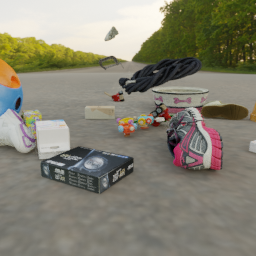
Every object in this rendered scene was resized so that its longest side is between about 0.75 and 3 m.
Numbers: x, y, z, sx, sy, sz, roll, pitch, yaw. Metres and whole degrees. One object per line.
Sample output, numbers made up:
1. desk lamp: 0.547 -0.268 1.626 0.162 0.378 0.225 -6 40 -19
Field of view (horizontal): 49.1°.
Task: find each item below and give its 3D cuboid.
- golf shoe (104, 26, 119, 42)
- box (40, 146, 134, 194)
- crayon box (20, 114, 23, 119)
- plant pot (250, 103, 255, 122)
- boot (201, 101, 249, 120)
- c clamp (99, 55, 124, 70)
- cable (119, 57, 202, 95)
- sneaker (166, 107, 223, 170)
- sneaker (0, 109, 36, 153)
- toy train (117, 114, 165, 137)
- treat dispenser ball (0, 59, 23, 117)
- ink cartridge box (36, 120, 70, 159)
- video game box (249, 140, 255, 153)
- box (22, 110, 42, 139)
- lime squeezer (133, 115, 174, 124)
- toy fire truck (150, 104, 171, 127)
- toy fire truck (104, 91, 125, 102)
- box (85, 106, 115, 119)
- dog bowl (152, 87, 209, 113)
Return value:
1. golf shoe: -0.729 -3.928 11.722 0.520 0.419 1.069 -26 21 28
2. box: -0.885 0.858 6.193 1.629 0.355 1.305 9 16 31
3. crayon box: -3.608 -0.267 10.213 0.238 0.595 0.937 0 15 3
4. plant pot: 5.542 -0.732 11.461 0.956 0.875 0.956 0 14 0
5. boot: 4.207 -0.822 12.296 1.890 0.681 1.461 3 13 15
6. c clamp: -0.681 -2.492 10.962 0.862 0.737 0.117 -11 50 15
7. cable: 1.173 -1.858 9.225 2.916 0.741 2.379 -20 12 -12
8. sneaker: 1.477 0.170 7.303 1.084 1.171 2.904 -3 15 -2
9. sneaker: -3.395 0.269 8.108 1.105 0.830 2.218 -39 38 -12
10. toy train: 0.334 -0.054 9.680 1.769 0.492 1.329 -11 19 -28
11. treat dispenser ball: -4.953 -1.119 9.319 2.748 2.748 2.748 0 14 0
12. ink cartridge box: -2.022 0.294 7.541 0.804 0.784 1.251 -5 14 -20
13. video game box: 4.229 0.554 7.501 1.259 0.323 1.382 -13 18 -33
14. box: -3.097 -0.115 9.091 0.505 0.828 0.798 -7 16 -25
15. lime squeezer: 1.122 -0.404 10.692 2.146 0.405 0.758 -7 -10 28
16. toy fire truck: 1.315 -0.330 10.515 0.846 0.961 0.618 -38 2 36
17. toy fire truck: -0.826 -1.923 16.853 1.104 0.710 0.972 -12 15 -1
18. box: -1.191 -0.664 11.987 1.248 0.485 0.592 0 14 -2
19. dog bowl: 2.573 -1.421 13.944 2.774 1.023 2.774 0 15 0
